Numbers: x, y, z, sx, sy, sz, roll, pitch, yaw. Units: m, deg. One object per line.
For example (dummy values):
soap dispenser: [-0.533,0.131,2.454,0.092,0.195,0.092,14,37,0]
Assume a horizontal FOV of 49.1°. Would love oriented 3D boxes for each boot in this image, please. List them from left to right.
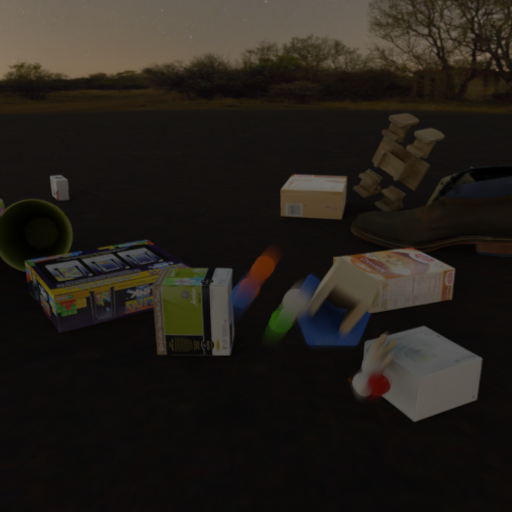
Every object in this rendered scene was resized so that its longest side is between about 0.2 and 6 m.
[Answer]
boot: [3.515,-0.985,10.622,3.337,1.617,1.247,4,30,11]

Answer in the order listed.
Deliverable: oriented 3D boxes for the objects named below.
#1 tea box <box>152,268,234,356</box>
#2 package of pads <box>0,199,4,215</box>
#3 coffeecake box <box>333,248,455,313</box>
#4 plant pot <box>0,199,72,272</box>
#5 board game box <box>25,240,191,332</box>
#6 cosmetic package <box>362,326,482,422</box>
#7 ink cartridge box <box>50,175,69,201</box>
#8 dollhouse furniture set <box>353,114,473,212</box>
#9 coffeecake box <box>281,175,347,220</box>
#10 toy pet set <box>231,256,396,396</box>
tea box: [-0.755,0.681,6.920,0.921,0.936,0.625,1,19,2]
package of pads: [-5.845,-0.252,9.706,2.161,0.954,2.797,0,19,5]
coffeecake box: [2.074,0.342,8.578,1.453,0.531,1.115,-7,20,-19]
plant pot: [-3.903,-0.368,9.999,1.228,1.228,1.313,-5,5,-16]
board game box: [-2.220,0.372,8.443,2.026,0.574,1.674,-12,24,-31]
cosmetic package: [1.745,1.218,5.968,0.865,0.534,0.868,-10,22,-26]
ink cartridge box: [-5.271,-1.826,15.022,0.316,0.551,0.759,-11,21,-29]
dollhouse furniture set: [3.930,-1.982,13.358,1.554,2.050,2.339,-20,53,-44]
coffeecake box: [1.454,-1.482,13.756,1.440,0.685,1.876,3,19,11]
toy pet set: [0.581,0.726,5.898,1.693,0.899,1.581,34,38,3]
